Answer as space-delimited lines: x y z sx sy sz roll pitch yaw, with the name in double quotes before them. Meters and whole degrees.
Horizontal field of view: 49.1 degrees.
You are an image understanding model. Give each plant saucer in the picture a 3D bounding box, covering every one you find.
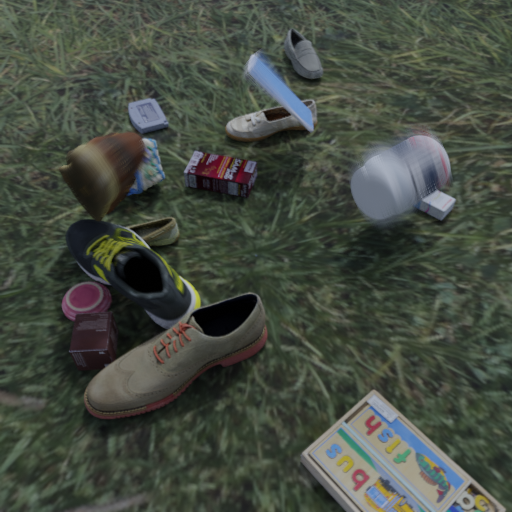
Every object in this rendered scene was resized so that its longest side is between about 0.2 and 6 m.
"plant saucer" -3.317 0.853 10.918 0.947 0.240 0.947 0 50 0

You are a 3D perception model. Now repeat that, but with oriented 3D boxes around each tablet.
"tablet" 0.590 -3.784 13.062 2.034 0.139 1.324 40 28 -22

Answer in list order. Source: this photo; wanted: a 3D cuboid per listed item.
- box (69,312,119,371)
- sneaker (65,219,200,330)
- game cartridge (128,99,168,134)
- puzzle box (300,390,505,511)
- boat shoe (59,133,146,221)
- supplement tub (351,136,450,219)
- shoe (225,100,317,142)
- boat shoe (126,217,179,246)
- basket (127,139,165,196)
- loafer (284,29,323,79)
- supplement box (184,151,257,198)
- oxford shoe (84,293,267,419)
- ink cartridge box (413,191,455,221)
"box" -2.885 1.524 10.038 0.669 0.676 0.815 -3 49 -2
"sneaker" -2.433 0.065 10.547 3.291 1.393 1.226 30 73 22
"game cartridge" -2.927 -3.730 14.940 0.845 0.259 1.269 -16 50 -18
"puzzle box" 2.166 3.486 8.546 1.733 0.331 2.605 -34 57 -25
"boat shoe" -2.759 -1.468 10.285 1.166 3.453 1.243 -38 102 -19
"supplement tub" 2.946 -1.604 11.437 1.800 1.263 1.263 -29 55 -29
"shoe" 0.401 -3.552 14.465 2.477 0.661 0.866 -12 54 -12
"boat shoe" -2.497 -0.446 11.821 1.695 0.533 0.618 -9 50 -2
"basket" -2.953 -2.045 12.665 1.556 1.372 1.082 -22 22 -24
"loafer" 1.370 -5.965 16.545 0.746 0.745 2.134 -17 51 -15
"supplement box" -0.825 -1.925 13.192 1.555 0.473 0.846 11 50 8
"oxford shoe" -1.381 1.550 9.605 3.428 1.282 1.208 -27 54 -22
"ink cartridge box" 4.024 -1.198 12.659 0.748 0.316 0.540 33 57 27
